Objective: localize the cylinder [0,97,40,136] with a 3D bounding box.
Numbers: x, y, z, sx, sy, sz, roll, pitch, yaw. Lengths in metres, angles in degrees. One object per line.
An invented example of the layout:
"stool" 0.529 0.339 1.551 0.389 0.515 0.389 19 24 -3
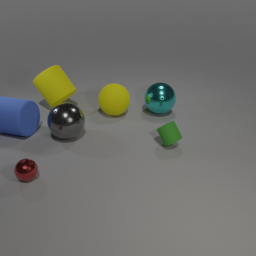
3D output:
"cylinder" -4.425 -0.458 10.952 1.400 1.400 1.400 8 31 15

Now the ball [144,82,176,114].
"ball" 1.421 -1.318 12.442 1.400 1.400 1.400 0 30 0

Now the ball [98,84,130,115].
"ball" -0.609 -1.255 12.362 1.400 1.400 1.400 0 30 0

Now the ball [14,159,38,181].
"ball" -3.160 1.299 8.697 0.700 0.700 0.700 0 30 0

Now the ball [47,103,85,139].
"ball" -2.341 -0.267 10.646 1.400 1.400 1.400 0 30 0

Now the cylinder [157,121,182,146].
"cylinder" 1.512 0.196 10.187 0.700 0.700 0.700 -27 0 0

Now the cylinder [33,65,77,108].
"cylinder" -3.285 -1.871 12.626 1.400 1.400 1.400 -35 6 4
